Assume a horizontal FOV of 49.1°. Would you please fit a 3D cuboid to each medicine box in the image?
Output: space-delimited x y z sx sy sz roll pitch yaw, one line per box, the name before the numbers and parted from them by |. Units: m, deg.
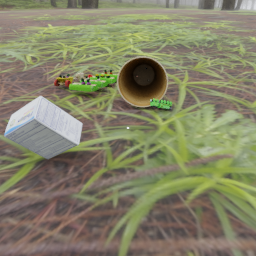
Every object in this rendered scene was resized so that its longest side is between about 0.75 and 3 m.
medicine box | -1.737 0.039 5.853 1.045 1.147 0.590 -24 45 32

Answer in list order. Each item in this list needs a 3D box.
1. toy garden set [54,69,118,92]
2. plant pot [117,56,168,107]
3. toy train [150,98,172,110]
toy garden set | -1.507 -1.935 10.687 1.866 0.447 2.239 9 25 27
plant pot | 0.495 -1.619 9.205 1.539 1.539 1.651 2 18 4
toy train | 1.019 -0.714 8.512 0.910 0.257 0.190 6 -12 -39
